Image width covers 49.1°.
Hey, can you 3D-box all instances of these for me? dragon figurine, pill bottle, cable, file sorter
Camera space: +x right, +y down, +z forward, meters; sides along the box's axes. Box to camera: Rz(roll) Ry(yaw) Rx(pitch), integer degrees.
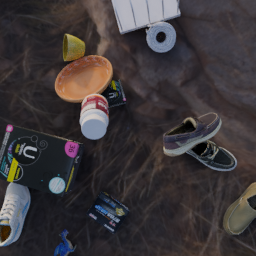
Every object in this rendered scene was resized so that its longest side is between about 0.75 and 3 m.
[{"bbox_3d":[-2.590,4.845,11.022,0.831,0.492,1.671,25,85,2],"label":"dragon figurine"},{"bbox_3d":[-1.153,-0.408,9.681,0.958,1.678,0.958,-2,123,-4],"label":"pill bottle"},{"bbox_3d":[1.367,-3.759,11.615,1.206,0.418,1.206,-12,110,-1],"label":"cable"},{"bbox_3d":[0.599,-5.251,11.097,2.582,1.608,1.792,-15,80,6],"label":"file sorter"}]

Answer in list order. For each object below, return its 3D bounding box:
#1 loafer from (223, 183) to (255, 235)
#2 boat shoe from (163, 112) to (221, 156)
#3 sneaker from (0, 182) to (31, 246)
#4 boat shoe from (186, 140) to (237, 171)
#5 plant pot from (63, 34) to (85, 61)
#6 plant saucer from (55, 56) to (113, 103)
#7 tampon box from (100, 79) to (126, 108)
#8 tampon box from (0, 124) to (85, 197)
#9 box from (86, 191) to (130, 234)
[{"bbox_3d":[4.637,3.179,10.998,0.909,0.806,2.391,35,86,3],"label":"loafer"},{"bbox_3d":[2.283,0.035,9.845,2.647,0.952,0.858,-29,122,-22],"label":"boat shoe"},{"bbox_3d":[-4.496,3.290,10.895,0.955,1.008,2.497,7,84,2],"label":"sneaker"},{"bbox_3d":[3.134,0.984,11.161,2.658,0.846,0.940,24,86,2],"label":"boat shoe"},{"bbox_3d":[-2.201,-3.273,11.521,0.758,1.067,1.067,-1,85,-24],"label":"plant pot"},{"bbox_3d":[-1.709,-1.900,11.125,2.402,0.450,2.402,-9,54,12],"label":"plant saucer"},{"bbox_3d":[-0.781,-1.325,11.388,1.245,0.786,0.933,-15,85,-1],"label":"tampon box"},{"bbox_3d":[-3.292,1.211,10.724,2.671,1.686,2.002,15,85,1],"label":"tampon box"},{"bbox_3d":[-0.794,3.364,11.226,1.401,0.322,1.113,35,86,3],"label":"box"}]
